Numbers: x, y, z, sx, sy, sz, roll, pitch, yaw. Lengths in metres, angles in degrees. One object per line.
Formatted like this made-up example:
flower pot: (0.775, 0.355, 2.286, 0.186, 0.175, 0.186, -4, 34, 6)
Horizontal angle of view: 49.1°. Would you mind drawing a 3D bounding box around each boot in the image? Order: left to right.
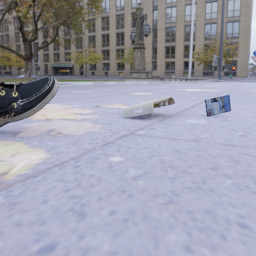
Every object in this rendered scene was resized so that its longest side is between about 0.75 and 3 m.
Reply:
boot: (-3.312, -1.078, 6.872, 2.684, 2.021, 0.982, -22, 43, 8)

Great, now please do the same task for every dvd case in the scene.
dvd case: (3.333, -0.836, 10.363, 0.938, 0.669, 0.082, -13, 18, -3)

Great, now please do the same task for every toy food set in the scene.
toy food set: (0.822, -0.721, 10.415, 1.265, 0.533, 1.764, -9, 7, 37)
